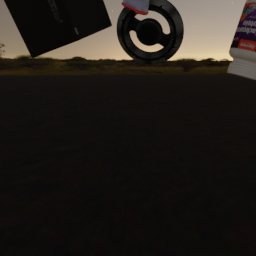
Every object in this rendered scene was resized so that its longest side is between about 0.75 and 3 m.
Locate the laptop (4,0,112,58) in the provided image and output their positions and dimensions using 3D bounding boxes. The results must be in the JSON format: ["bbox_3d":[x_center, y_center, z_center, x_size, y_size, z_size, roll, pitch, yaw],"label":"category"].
[{"bbox_3d":[-1.931,-3.455,7.757,2.316,2.168,1.342,-18,21,8],"label":"laptop"}]

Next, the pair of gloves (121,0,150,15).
[{"bbox_3d":[-0.220,-2.860,4.481,2.044,1.643,0.233,26,32,15],"label":"pair of gloves"}]

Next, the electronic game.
[{"bbox_3d":[0.601,-2.687,7.848,1.913,1.913,0.398,4,37,16],"label":"electronic game"}]

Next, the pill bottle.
[{"bbox_3d":[3.615,-2.501,8.032,1.162,2.086,1.162,14,14,-3],"label":"pill bottle"}]
